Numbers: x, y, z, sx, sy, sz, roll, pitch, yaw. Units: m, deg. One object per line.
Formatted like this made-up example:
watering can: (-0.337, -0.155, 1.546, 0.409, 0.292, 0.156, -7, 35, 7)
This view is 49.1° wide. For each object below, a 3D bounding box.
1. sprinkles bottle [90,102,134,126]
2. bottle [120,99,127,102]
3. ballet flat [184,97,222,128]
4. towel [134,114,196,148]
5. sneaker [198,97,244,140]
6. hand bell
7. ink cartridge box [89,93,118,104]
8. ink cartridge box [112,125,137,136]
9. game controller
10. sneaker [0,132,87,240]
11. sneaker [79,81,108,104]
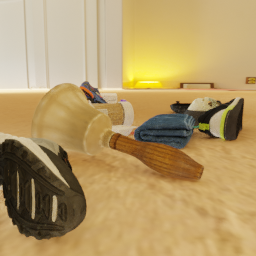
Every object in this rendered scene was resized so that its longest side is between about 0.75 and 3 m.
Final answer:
sprinkles bottle: (-0.953, -0.316, 7.766, 2.202, 0.751, 0.751, -5, 11, -26)
bottle: (-0.200, -1.057, 12.865, 0.365, 0.467, 1.119, 0, 9, -4)
ballet flat: (2.381, -0.556, 8.913, 0.896, 0.896, 2.452, 8, 13, 40)
towel: (0.949, -0.022, 6.711, 1.213, 0.527, 2.173, 2, 10, 16)
sneaker: (2.434, -0.332, 7.372, 1.054, 0.913, 2.545, 5, 11, 26)
hand bell: (-0.098, 0.261, 4.416, 2.606, 1.357, 1.357, 20, 18, 26)
ink cartridge box: (-1.122, -1.201, 12.851, 1.255, 0.731, 1.734, 0, 10, -3)
ink cartridge box: (-0.205, 0.065, 7.264, 0.681, 0.212, 0.846, 7, 8, 38)
game controller: (3.079, -0.878, 11.610, 2.610, 0.550, 1.361, 1, 10, 2)
sneaker: (-0.979, 0.456, 3.160, 0.906, 0.844, 2.284, -1, 8, -34)
sneaker: (-1.295, -1.291, 11.386, 0.646, 0.673, 1.716, -12, -38, 34)
